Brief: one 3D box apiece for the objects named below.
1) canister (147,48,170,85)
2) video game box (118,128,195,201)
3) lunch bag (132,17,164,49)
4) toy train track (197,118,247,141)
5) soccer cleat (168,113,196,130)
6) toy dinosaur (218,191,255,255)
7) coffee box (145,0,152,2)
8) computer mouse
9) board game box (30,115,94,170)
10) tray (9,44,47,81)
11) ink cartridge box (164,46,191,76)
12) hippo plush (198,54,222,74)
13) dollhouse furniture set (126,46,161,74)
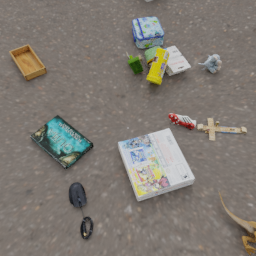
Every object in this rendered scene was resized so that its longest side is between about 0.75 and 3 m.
[{"bbox_3d":[1.235,-2.472,11.319,0.559,0.959,1.292,19,96,11],"label":"canister"},{"bbox_3d":[0.881,1.161,9.332,1.924,0.494,2.112,-14,55,-12],"label":"video game box"},{"bbox_3d":[0.913,-4.579,13.383,1.401,0.718,1.742,-8,53,-2],"label":"lunch bag"},{"bbox_3d":[3.475,-0.008,10.311,1.786,0.291,1.024,4,54,2],"label":"toy train track"},{"bbox_3d":[2.038,-0.310,10.509,1.077,0.369,0.459,24,49,13],"label":"soccer cleat"},{"bbox_3d":[3.573,2.924,8.084,2.364,0.714,1.256,23,32,10],"label":"toy dinosaur"},{"bbox_3d":[1.270,-8.004,15.520,1.252,1.238,1.250,-26,58,-18],"label":"coffee box"},{"bbox_3d":[-1.437,2.444,8.517,0.533,0.309,1.817,-16,56,-12],"label":"computer mouse"},{"bbox_3d":[-2.363,0.469,9.970,1.931,0.272,1.306,35,61,23],"label":"board game box"},{"bbox_3d":[-4.432,-2.915,12.390,0.937,0.352,1.900,-28,58,-19],"label":"tray"},{"bbox_3d":[1.990,-2.842,12.214,0.877,0.513,1.512,-19,56,-11],"label":"ink cartridge box"},{"bbox_3d":[3.702,-2.823,12.251,0.901,0.718,0.725,-20,21,37],"label":"hippo plush"},{"bbox_3d":[0.737,-3.122,11.989,1.507,0.756,0.987,-21,55,11],"label":"dollhouse furniture set"}]
